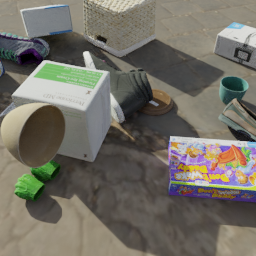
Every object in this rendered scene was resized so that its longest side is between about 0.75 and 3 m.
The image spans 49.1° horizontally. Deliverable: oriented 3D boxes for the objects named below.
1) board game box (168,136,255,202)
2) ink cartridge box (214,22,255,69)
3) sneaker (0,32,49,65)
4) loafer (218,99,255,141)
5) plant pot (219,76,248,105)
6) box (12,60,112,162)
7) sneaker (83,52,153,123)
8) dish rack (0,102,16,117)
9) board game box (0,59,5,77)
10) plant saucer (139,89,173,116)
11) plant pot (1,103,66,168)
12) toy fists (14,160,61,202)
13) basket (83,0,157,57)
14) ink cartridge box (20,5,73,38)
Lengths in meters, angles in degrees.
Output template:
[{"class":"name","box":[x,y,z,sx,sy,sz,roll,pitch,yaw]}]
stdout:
[{"class":"board game box","box":[2.061,0.946,6.667,2.145,0.480,1.442,4,45,4]},{"class":"ink cartridge box","box":[4.672,-3.003,10.413,2.441,0.814,1.414,31,52,27]},{"class":"sneaker","box":[-4.198,-2.805,10.186,2.480,0.923,1.086,2,50,1]},{"class":"loafer","box":[3.502,0.040,7.185,2.403,0.756,0.863,36,16,33]},{"class":"plant pot","box":[3.190,-1.104,8.618,0.807,0.647,0.807,0,45,0]},{"class":"box","box":[-1.515,-0.430,7.075,1.842,1.852,1.586,12,48,11]},{"class":"sneaker","box":[-0.297,-1.525,8.665,1.479,1.055,2.983,-26,56,-12]},{"class":"dish rack","box":[-2.775,-0.900,8.222,1.560,0.396,1.817,-13,34,38]},{"class":"board game box","box":[-4.686,-2.323,8.651,0.401,2.329,1.577,5,45,6]},{"class":"plant saucer","box":[0.805,-0.848,8.701,1.220,0.180,1.220,0,45,0]},{"class":"plant pot","box":[-1.754,0.045,4.932,0.759,1.131,1.131,18,47,24]},{"class":"toy fists","box":[-2.113,1.171,6.515,0.600,0.405,1.176,23,47,12]},{"class":"basket","box":[-0.344,-4.298,11.046,2.224,1.805,2.244,35,56,28]},{"class":"ink cartridge box","box":[-3.277,-4.289,11.122,1.689,0.975,2.328,-15,27,-16]}]
